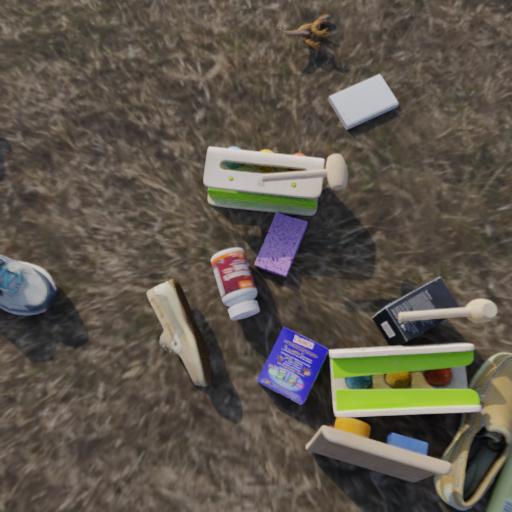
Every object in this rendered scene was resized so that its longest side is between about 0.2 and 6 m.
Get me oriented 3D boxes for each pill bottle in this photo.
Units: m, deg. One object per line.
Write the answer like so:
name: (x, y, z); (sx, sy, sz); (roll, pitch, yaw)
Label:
pill bottle: (-0.339, 0.479, 9.472); (0.611, 0.611, 1.115); (-17, 74, -5)

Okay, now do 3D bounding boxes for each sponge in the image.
sponge: (0.443, -0.205, 9.878); (0.600, 0.160, 1.075); (19, 75, 12)

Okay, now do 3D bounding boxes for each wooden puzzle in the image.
wooden puzzle: (1.698, 2.794, 8.127); (1.749, 1.889, 0.437); (16, 66, 5)

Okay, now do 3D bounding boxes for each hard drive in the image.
hard drive: (2.051, -2.953, 10.730); (1.122, 0.147, 0.740); (-25, 75, -8)

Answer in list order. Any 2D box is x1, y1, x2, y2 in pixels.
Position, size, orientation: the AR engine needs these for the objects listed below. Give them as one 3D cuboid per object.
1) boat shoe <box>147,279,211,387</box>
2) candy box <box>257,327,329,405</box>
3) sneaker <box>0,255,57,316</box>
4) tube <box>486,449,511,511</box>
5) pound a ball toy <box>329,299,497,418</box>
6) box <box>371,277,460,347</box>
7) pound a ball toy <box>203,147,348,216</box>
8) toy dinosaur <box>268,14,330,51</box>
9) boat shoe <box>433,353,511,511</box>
boat shoe: (-1.266, 1.318, 9.202); (0.595, 0.661, 1.832); (-23, 82, 5)
candy box: (0.609, 1.808, 9.196); (0.841, 0.383, 0.995); (26, 76, 9)
sneaker: (-4.483, 0.322, 9.264); (2.353, 1.016, 0.913); (22, 84, 7)
tube: (3.987, 3.452, 8.734); (0.357, 0.398, 1.373); (24, 76, 14)
pound a ball toy: (2.422, 1.593, 8.779); (2.523, 1.072, 1.645); (-5, 82, 5)
box: (2.569, 0.940, 9.102); (1.032, 1.050, 0.651); (-29, 77, -8)
pound a ball toy: (0.317, -1.461, 9.566); (2.346, 1.530, 0.997); (6, 74, 2)
toy dinosaur: (0.958, -4.368, 10.952); (1.416, 0.428, 0.752); (-28, 59, -32)
boat shoe: (3.653, 2.678, 8.616); (0.936, 0.995, 2.612); (25, 75, 7)
